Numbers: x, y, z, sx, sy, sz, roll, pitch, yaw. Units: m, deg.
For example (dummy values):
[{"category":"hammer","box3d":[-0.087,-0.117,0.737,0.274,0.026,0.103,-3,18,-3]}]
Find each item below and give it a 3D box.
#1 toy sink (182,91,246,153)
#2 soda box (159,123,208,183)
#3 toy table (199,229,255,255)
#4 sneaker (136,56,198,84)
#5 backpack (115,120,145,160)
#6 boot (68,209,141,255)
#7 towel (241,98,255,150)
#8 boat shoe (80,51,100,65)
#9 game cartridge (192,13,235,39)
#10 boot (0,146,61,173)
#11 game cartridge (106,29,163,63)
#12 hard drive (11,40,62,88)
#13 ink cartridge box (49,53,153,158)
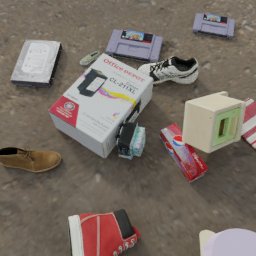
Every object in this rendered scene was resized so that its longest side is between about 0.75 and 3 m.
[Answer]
[{"category":"toy sink","box3d":[2.814,-0.243,8.679,2.031,1.324,1.138,-16,28,-35]},{"category":"soda box","box3d":[1.746,0.783,9.018,0.586,0.647,1.848,-26,63,-14]},{"category":"toy table","box3d":[2.367,3.447,6.311,2.758,1.615,2.536,34,44,-12]},{"category":"sneaker","box3d":[1.427,-2.278,10.515,2.433,1.067,0.920,-2,62,1]},{"category":"backpack","box3d":[0.083,0.439,8.918,0.893,1.187,1.054,16,60,5]},{"category":"boot","box3d":[-0.480,3.572,7.343,1.951,0.979,2.704,-2,68,-17]},{"category":"towel","box3d":[4.456,-0.078,9.768,1.382,0.218,1.919,-31,63,-14]},{"category":"boat shoe","box3d":[-1.538,-2.836,11.270,0.901,0.279,0.324,-31,65,-16]},{"category":"game cartridge","box3d":[3.738,-4.469,12.197,1.719,0.330,1.114,13,66,7]},{"category":"boot","box3d":[-3.143,0.947,8.884,1.969,0.743,0.725,1,59,-1]},{"category":"game cartridge","box3d":[0.284,-3.407,11.549,2.148,0.412,1.392,11,64,6]},{"category":"hard drive","box3d":[-3.569,-2.578,11.061,1.508,0.408,2.158,5,62,3]},{"category":"ink cartridge box","box3d":[-0.825,-0.852,9.593,2.183,1.241,2.996,30,65,16]}]
